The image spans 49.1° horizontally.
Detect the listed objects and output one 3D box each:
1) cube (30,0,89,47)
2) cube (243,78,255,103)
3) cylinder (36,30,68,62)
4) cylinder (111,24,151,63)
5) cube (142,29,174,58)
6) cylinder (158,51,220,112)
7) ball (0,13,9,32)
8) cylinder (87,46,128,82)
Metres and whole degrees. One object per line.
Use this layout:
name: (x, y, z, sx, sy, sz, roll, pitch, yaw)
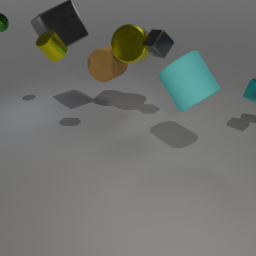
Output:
cube: (-2.644, -3.840, 10.783, 1.400, 1.400, 1.400, -37, 25, -21)
cube: (4.706, -1.335, 10.092, 0.700, 0.700, 0.700, 33, 31, 30)
cylinder: (-2.346, -2.525, 8.644, 0.700, 0.700, 0.700, -16, 51, 21)
cylinder: (0.208, -3.292, 11.071, 1.400, 1.400, 1.400, 9, 16, 16)
cube: (1.074, -3.015, 10.009, 0.700, 0.700, 0.700, 33, -1, -37)
cylinder: (1.883, -1.416, 8.685, 1.400, 1.400, 1.400, -30, -3, -1)
ball: (-4.924, -4.031, 10.691, 0.700, 0.700, 0.700, 0, 29, 0)
cylinder: (-0.865, -2.865, 12.388, 1.400, 1.400, 1.400, 10, 24, 18)
